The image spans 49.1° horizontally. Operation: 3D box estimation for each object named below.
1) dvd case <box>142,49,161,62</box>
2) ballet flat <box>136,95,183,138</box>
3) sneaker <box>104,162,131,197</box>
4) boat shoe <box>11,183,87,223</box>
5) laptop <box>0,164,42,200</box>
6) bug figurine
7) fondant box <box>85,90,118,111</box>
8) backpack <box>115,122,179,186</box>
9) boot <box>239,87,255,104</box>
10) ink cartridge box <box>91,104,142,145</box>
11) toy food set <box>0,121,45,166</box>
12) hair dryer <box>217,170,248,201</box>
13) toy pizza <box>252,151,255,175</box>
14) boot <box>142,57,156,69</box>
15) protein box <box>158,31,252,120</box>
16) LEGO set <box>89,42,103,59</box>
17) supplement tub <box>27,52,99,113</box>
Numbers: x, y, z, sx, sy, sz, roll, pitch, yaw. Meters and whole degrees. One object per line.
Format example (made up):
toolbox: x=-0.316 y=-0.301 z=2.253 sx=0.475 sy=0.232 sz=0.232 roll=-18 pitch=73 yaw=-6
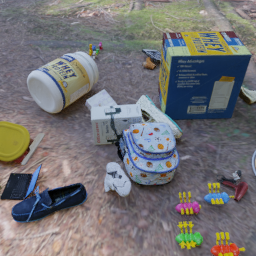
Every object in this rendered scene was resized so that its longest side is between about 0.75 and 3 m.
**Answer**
dvd case: x=1.542 y=-3.939 z=15.278 sx=1.032 sy=0.170 sz=1.373 roll=-7 pitch=38 yaw=-35
ballet flat: x=1.099 y=-0.299 z=11.082 sx=0.980 sy=0.980 sz=2.732 roll=-18 pitch=42 yaw=-19
sneaker: x=-0.337 y=1.752 z=8.579 sx=0.525 sy=0.804 sz=1.398 roll=-2 pitch=32 yaw=-24
boat shoe: x=-2.364 y=2.060 z=8.348 sx=2.217 sy=0.761 sz=0.933 roll=-19 pitch=45 yaw=-20
laptop: x=-3.374 y=1.683 z=8.889 sx=1.177 sy=0.608 sz=1.043 roll=2 pitch=41 yaw=0
bug figurine: x=2.208 y=2.639 z=7.856 sx=1.750 sy=0.581 sz=2.256 roll=-1 pitch=46 yaw=8
fondant box: x=-0.937 y=-0.772 z=11.322 sx=0.960 sy=0.388 sz=1.331 roll=-36 pitch=81 yaw=-28
backpack: x=0.762 y=0.835 z=9.219 sx=2.089 sy=1.610 sz=1.990 roll=-6 pitch=53 yaw=-11
boot: x=5.538 y=-1.595 z=12.691 sx=0.904 sy=0.421 sz=1.169 roll=-14 pitch=49 yaw=-14
ink cartridge box: x=-0.415 y=-0.115 z=10.357 sx=1.815 sy=1.330 sz=0.754 roll=-4 pitch=42 yaw=-2
toy food set: x=-4.080 y=0.632 z=10.071 sx=2.370 sy=0.774 sz=1.394 roll=15 pitch=68 yaw=19
hair dryer: x=3.398 y=1.882 z=9.000 sx=0.847 sy=0.302 sz=1.112 roll=-15 pitch=37 yaw=9
toy pizza: x=5.680 y=1.384 z=9.328 sx=2.889 sy=0.458 sz=2.889 roll=0 pitch=42 yaw=0
boot: x=1.216 y=-3.403 z=14.824 sx=0.675 sy=0.322 sz=0.873 roll=23 pitch=50 yaw=18
protein box: x=2.844 y=-2.082 z=11.325 sx=2.920 sy=2.941 sz=1.984 roll=-2 pitch=42 yaw=-2
LEGO set: x=-1.906 y=-4.502 z=15.816 sx=0.535 sy=0.575 sz=1.402 roll=9 pitch=43 yaw=11
supplement tub: x=-2.711 y=-2.038 z=12.057 sx=1.907 sy=1.907 sz=2.642 roll=26 pitch=48 yaw=26
